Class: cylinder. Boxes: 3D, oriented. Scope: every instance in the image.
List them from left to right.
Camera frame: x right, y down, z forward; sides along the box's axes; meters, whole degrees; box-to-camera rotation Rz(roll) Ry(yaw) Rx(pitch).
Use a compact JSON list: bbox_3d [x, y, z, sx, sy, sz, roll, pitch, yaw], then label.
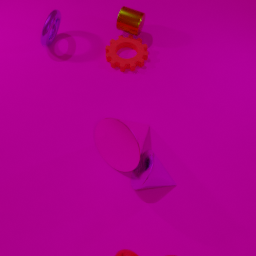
[{"bbox_3d":[0.094,-3.449,9.048,0.747,0.747,0.747,21,64,6],"label":"cylinder"}]

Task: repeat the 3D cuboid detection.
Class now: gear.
[{"bbox_3d":[-0.041,-2.406,8.966,1.351,0.250,1.351,0,62,0],"label":"gear"}]

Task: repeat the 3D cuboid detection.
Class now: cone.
[{"bbox_3d":[0.150,0.171,7.321,1.438,1.438,1.443,40,42,19],"label":"cone"},{"bbox_3d":[0.779,1.203,6.872,1.037,1.034,1.034,26,62,-16],"label":"cone"}]

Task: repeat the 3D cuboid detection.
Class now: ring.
[{"bbox_3d":[-2.427,-3.136,8.837,0.244,1.222,1.222,24,62,-9],"label":"ring"}]

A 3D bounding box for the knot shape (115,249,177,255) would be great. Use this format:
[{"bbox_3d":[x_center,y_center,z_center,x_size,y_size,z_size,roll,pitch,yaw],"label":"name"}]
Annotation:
[{"bbox_3d":[0.070,2.789,5.070,1.811,1.936,0.894,6,74,-22],"label":"knot shape"}]
